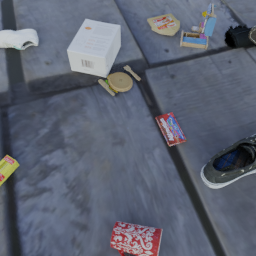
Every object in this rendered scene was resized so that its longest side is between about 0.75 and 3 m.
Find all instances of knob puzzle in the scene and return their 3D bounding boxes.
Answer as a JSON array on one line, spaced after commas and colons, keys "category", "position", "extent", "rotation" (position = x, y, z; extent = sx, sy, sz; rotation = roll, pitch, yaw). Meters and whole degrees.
[{"category": "knob puzzle", "position": [1.525, -4.103, 11.340], "extent": [1.386, 0.192, 1.386], "rotation": [0, 56, 0]}]

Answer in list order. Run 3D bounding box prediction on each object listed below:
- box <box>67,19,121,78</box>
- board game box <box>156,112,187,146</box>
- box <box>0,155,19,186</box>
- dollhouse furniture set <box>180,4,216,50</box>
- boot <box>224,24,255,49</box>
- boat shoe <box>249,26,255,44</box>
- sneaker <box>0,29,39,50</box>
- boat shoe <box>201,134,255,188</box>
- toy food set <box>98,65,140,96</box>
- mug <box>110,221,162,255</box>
[{"category": "box", "position": [-1.148, -2.879, 10.048], "extent": [1.374, 0.960, 1.805], "rotation": [14, 57, 9]}, {"category": "board game box", "position": [1.315, 0.022, 8.622], "extent": [0.564, 0.106, 1.095], "rotation": [-16, 58, -9]}, {"category": "box", "position": [-3.529, 1.281, 7.671], "extent": [0.408, 0.272, 1.084], "rotation": [29, 61, 18]}, {"category": "dollhouse furniture set", "position": [2.622, -3.990, 10.435], "extent": [1.028, 1.575, 1.487], "rotation": [9, 56, 5]}, {"category": "boot", "position": [4.630, -3.233, 10.458], "extent": [1.531, 0.691, 1.869], "rotation": [-10, 49, -9]}, {"category": "boat shoe", "position": [4.104, -2.259, 7.280], "extent": [2.082, 0.742, 0.627], "rotation": [29, 40, 33]}, {"category": "sneaker", "position": [-4.261, -3.231, 10.542], "extent": [1.740, 0.655, 0.770], "rotation": [-15, 69, -11]}, {"category": "boat shoe", "position": [3.313, 0.753, 7.696], "extent": [2.880, 0.815, 0.988], "rotation": [-26, 60, -16]}, {"category": "toy food set", "position": [-0.283, -1.579, 9.648], "extent": [1.332, 0.267, 0.920], "rotation": [-33, 69, -26]}, {"category": "mug", "position": [0.168, 2.694, 6.469], "extent": [1.105, 0.737, 0.981], "rotation": [10, 55, 11]}]
